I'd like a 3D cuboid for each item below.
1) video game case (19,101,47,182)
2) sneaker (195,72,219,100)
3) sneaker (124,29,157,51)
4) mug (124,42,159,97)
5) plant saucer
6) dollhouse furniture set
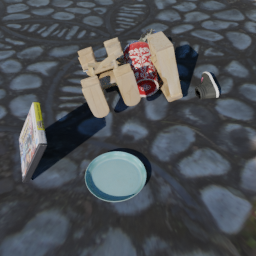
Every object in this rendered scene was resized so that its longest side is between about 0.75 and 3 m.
[{"bbox_3d":[-2.338,0.343,6.756,0.189,1.485,1.342,7,45,-34],"label":"video game case"},{"bbox_3d":[2.516,-1.441,9.424,0.667,0.476,1.346,-11,42,2],"label":"sneaker"},{"bbox_3d":[0.559,-3.130,10.844,0.677,1.590,0.613,1,64,-57],"label":"sneaker"},{"bbox_3d":[0.391,-1.843,9.577,1.098,1.461,1.646,12,51,-27],"label":"mug"},{"bbox_3d":[-0.300,1.203,6.914,1.499,0.205,1.499,0,45,0],"label":"plant saucer"},{"bbox_3d":[0.052,-1.525,8.738,2.805,1.825,2.577,-20,39,1],"label":"dollhouse furniture set"}]
